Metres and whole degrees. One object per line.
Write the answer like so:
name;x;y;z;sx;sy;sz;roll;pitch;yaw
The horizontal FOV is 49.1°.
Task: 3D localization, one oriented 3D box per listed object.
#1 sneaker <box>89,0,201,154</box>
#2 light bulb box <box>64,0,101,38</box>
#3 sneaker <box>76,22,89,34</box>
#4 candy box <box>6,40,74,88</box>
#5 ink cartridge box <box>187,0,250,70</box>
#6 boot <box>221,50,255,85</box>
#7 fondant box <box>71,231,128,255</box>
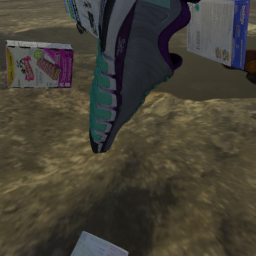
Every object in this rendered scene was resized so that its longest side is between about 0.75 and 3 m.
sneaker;0.112;-0.613;4.310;1.298;2.964;1.103;3;47;-12
light bulb box;-0.176;-2.815;5.561;1.898;1.195;1.915;-27;48;-19
sneaker;-1.095;-3.957;9.866;0.685;1.744;0.777;54;22;11
candy box;-2.414;-1.717;7.711;1.721;1.174;0.525;-3;32;-22
ink cartridge box;2.130;-2.327;6.617;0.489;1.391;2.331;-14;29;-12
boot;3.447;-1.933;6.950;1.917;2.036;0.697;35;67;-13
fondant box;-0.419;1.497;2.669;0.630;0.254;0.874;-15;44;57
